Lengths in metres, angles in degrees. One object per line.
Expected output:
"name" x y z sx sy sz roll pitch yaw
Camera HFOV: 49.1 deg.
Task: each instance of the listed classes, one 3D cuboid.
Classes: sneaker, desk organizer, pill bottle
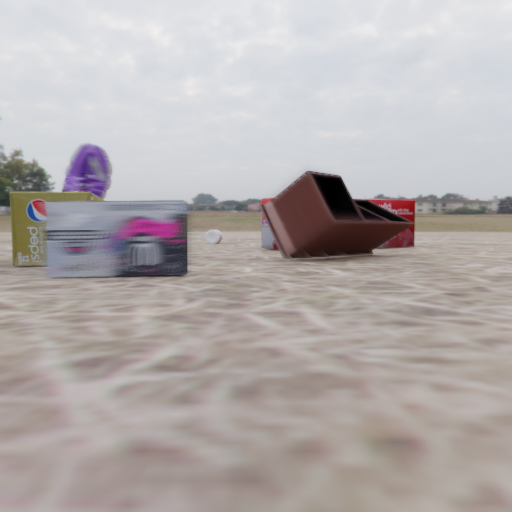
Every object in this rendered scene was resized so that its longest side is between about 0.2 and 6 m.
"sneaker" -3.790 -1.232 12.069 1.006 2.494 1.040 17 -4 -14
"desk organizer" 1.589 -0.724 10.331 1.160 1.081 3.014 -37 -22 35
"pill bottle" -1.360 -0.618 18.255 0.463 0.463 0.846 0 3 7

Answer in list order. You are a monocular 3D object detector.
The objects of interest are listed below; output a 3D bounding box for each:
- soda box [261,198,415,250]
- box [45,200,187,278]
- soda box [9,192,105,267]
"soda box" 2.209 -0.842 14.546 4.156 1.318 1.455 -3 4 -32
"box" -1.672 -0.221 6.949 1.610 0.923 1.064 -2 6 -9
"soda box" -3.288 -0.484 9.832 1.183 1.118 3.493 -2 4 -11
